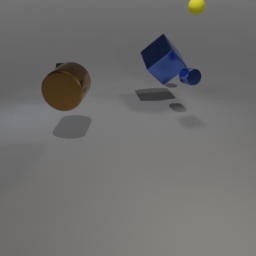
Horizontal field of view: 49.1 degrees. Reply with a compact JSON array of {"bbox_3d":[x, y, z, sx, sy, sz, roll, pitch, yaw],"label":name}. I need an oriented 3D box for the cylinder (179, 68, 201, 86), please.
[{"bbox_3d":[2.615,-2.167,11.809,0.700,0.700,0.700,-8,18,-14],"label":"cylinder"}]

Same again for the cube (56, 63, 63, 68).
[{"bbox_3d":[-3.011,-2.727,13.499,0.700,0.700,0.700,10,7,43],"label":"cube"}]

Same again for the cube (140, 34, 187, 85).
[{"bbox_3d":[1.652,-3.181,13.081,1.400,1.400,1.400,-35,45,23],"label":"cube"}]

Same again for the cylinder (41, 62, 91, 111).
[{"bbox_3d":[-2.117,-1.475,9.806,1.400,1.400,1.400,2,25,4],"label":"cylinder"}]

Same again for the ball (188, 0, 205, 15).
[{"bbox_3d":[2.963,-5.268,12.094,0.700,0.700,0.700,0,28,0],"label":"ball"}]
